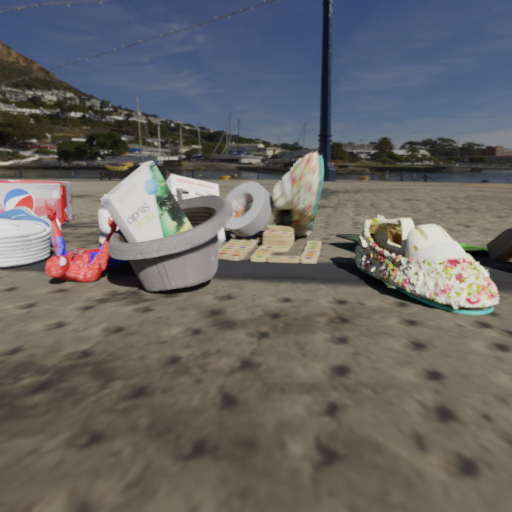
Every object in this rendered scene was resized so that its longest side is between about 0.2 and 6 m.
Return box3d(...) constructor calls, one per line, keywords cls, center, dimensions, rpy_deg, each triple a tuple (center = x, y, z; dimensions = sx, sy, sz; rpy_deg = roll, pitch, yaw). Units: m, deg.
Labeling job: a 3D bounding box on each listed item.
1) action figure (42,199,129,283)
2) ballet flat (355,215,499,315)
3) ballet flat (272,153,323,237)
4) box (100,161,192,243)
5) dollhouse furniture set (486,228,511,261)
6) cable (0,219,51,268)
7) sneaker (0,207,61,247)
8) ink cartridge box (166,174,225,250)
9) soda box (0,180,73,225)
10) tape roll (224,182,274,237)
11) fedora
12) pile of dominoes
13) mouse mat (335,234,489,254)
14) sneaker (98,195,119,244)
box3d(cls="action figure", center=(-2.298, -0.319, 8.557), dimensions=(0.839, 1.272, 2.571), rpy_deg=(3, 12, 21))
box3d(cls="ballet flat", center=(2.063, -0.010, 7.441), dimensions=(1.102, 0.932, 2.915), rpy_deg=(-5, 11, -15))
box3d(cls="ballet flat", center=(0.788, -1.086, 11.450), dimensions=(0.943, 1.116, 2.951), rpy_deg=(-3, -22, -1))
box3d(cls="box", center=(-1.412, -0.507, 7.547), dimensions=(0.228, 1.255, 0.906), rpy_deg=(1, 40, 41))
box3d(cls="dollhouse furniture set", center=(4.784, 0.089, 8.596), dimensions=(1.812, 1.553, 1.905), rpy_deg=(-2, -25, -17))
box3d(cls="cable", center=(-4.483, -0.211, 9.460), dimensions=(1.906, 0.660, 1.906), rpy_deg=(1, 10, -2))
box3d(cls="sneaker", center=(-4.814, -0.570, 11.232), dimensions=(1.986, 0.780, 0.885), rpy_deg=(7, 9, 36))
box3d(cls="ink cartridge box", center=(-1.098, -0.705, 9.618), dimensions=(0.933, 1.271, 0.527), rpy_deg=(9, -38, -25))
box3d(cls="soda box", center=(-6.833, -1.464, 15.245), dimensions=(3.390, 1.187, 1.075), rpy_deg=(0, 10, -2))
box3d(cls="tape roll", center=(-0.196, -0.965, 11.631), dimensions=(1.130, 1.130, 0.373), rpy_deg=(9, -20, 43))
box3d(cls="fedora", center=(-1.068, -0.099, 7.599), dimensions=(1.724, 0.880, 1.949), rpy_deg=(-12, 20, 4))
box3d(cls="pile of dominoes", center=(0.253, -0.268, 10.578), dimensions=(1.896, 0.387, 2.433), rpy_deg=(2, 9, 8))
box3d(cls="mouse mat", center=(3.066, -0.234, 10.687), dimensions=(2.607, 0.098, 2.098), rpy_deg=(3, 8, -18))
box3d(cls="sneaker", center=(-1.873, -0.676, 11.179), dimensions=(2.495, 1.004, 0.953), rpy_deg=(1, 7, -11))
